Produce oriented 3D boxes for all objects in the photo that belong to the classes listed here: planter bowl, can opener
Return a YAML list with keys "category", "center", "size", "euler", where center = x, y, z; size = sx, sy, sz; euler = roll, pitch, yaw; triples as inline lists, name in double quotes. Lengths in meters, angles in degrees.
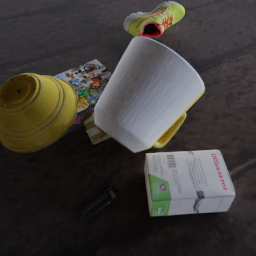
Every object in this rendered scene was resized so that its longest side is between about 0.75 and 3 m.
- category: "planter bowl"
  center: [-2.668, -0.684, 7.424]
  size: [2.485, 1.035, 2.485]
  euler: [-7, 57, 12]
- category: "can opener"
  center: [-0.601, 1.653, 6.269]
  size: [0.967, 0.380, 0.307]
  euler: [-40, 97, -29]

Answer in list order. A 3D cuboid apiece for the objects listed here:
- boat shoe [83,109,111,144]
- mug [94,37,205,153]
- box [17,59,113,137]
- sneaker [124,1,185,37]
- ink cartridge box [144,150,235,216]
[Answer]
- category: "boat shoe"
  center: [0.197, -0.132, 7.644]
  size: [2.737, 0.981, 1.042]
  euler: [-13, 76, -16]
- category: "mug"
  center: [0.486, -0.441, 6.413]
  size: [2.062, 2.511, 2.011]
  euler: [-53, 17, -5]
- category: "box"
  center: [-1.588, -0.968, 8.504]
  size: [2.802, 0.528, 1.914]
  euler: [-30, 56, -26]
- category: "sneaker"
  center: [1.263, -4.263, 11.504]
  size: [2.719, 1.063, 1.228]
  euler: [-25, 56, -12]
- category: "ink cartridge box"
  center: [1.306, 1.214, 6.320]
  size: [1.746, 0.734, 1.270]
  euler: [-2, 46, -2]
